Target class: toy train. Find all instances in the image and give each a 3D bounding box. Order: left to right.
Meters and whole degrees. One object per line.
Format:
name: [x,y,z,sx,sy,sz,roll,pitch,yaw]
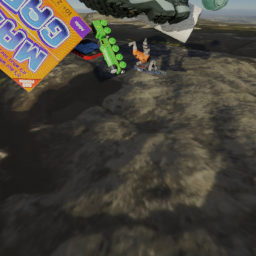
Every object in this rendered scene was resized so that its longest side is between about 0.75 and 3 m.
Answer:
toy train: [-0.615,-2.481,8.552,0.521,1.848,0.386,-20,-8,-23]

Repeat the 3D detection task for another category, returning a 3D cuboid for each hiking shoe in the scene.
hiking shoe: [0.068,-2.076,4.144,1.836,0.796,0.683,4,2,-20]

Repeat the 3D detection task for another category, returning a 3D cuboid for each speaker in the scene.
speaker: [0.511,-2.403,5.533,1.775,0.721,0.721,26,27,-1]

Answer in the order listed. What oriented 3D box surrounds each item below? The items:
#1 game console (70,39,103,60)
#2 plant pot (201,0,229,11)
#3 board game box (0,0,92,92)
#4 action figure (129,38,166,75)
game console: [-1.390,-2.771,9.750,1.201,0.186,1.062,33,50,29]
plant pot: [2.855,-4.146,8.936,0.570,0.851,0.851,-7,24,-43]
board game box: [-3.128,-3.281,8.737,2.671,2.671,2.673,-43,27,7]
action figure: [0.714,-2.192,9.062,1.334,1.291,0.698,22,76,29]
